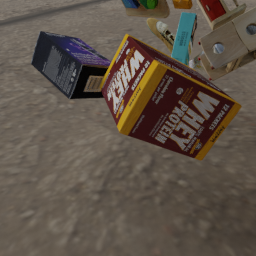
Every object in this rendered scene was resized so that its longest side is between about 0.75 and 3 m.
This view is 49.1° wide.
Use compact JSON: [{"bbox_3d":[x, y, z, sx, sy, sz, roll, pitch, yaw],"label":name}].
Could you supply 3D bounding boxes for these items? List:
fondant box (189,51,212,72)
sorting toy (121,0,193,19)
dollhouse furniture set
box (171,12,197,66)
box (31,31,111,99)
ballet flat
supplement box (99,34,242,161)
[{"bbox_3d":[2.653,-2.193,9.132,0.843,0.340,1.169,1,-11,-17],"label":"fondant box"},{"bbox_3d":[0.367,-2.988,5.995,1.977,1.473,0.265,23,69,39],"label":"sorting toy"},{"bbox_3d":[2.365,-2.726,7.167,1.668,2.380,1.677,-27,-7,12],"label":"dollhouse furniture set"},{"bbox_3d":[1.794,-2.629,9.079,0.482,1.962,0.807,12,-6,17],"label":"box"},{"bbox_3d":[-1.435,-1.663,7.480,1.884,0.983,1.394,40,29,26],"label":"box"},{"bbox_3d":[1.460,-3.526,10.522,0.618,1.801,0.568,-49,10,-27],"label":"ballet flat"},{"bbox_3d":[0.754,-0.690,5.990,2.087,1.405,2.116,20,23,-27],"label":"supplement box"}]
